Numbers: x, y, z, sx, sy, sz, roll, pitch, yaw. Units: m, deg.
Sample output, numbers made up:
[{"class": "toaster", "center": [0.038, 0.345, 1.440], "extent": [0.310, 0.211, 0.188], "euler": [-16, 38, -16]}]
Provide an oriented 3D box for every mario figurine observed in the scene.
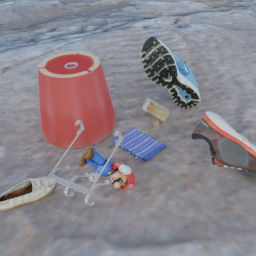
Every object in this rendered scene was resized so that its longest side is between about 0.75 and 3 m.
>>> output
[{"class": "mario figurine", "center": [-0.432, 0.998, 6.156], "extent": [1.320, 0.700, 0.815], "euler": [31, -10, -12]}]

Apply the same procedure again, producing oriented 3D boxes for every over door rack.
[{"class": "over door rack", "center": [-0.908, 0.746, 6.180], "extent": [1.224, 0.552, 1.657], "euler": [14, 67, 27]}]

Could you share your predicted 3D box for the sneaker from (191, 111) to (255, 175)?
[{"class": "sneaker", "center": [2.484, 0.611, 6.658], "extent": [2.311, 0.946, 0.890], "euler": [40, 17, 2]}]

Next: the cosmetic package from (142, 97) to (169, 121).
[{"class": "cosmetic package", "center": [0.875, -0.586, 8.810], "extent": [0.819, 0.291, 0.431], "euler": [28, 27, -8]}]

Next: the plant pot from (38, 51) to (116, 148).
[{"class": "plant pot", "center": [-1.549, -0.937, 8.209], "extent": [2.374, 2.101, 2.374], "euler": [-1, 38, 1]}]

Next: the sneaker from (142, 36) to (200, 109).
[{"class": "sneaker", "center": [1.464, -1.920, 9.463], "extent": [1.072, 2.734, 1.230], "euler": [-25, 27, 34]}]

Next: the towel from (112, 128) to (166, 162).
[{"class": "towel", "center": [0.309, 0.439, 7.978], "extent": [1.315, 0.157, 0.952], "euler": [29, 44, 35]}]

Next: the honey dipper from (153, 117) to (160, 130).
[{"class": "honey dipper", "center": [0.889, -0.335, 9.037], "extent": [0.201, 0.201, 1.057], "euler": [1, 37, 1]}]

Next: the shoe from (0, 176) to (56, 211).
[{"class": "shoe", "center": [-2.279, 1.439, 6.337], "extent": [1.385, 0.370, 0.484], "euler": [-23, 55, -29]}]
